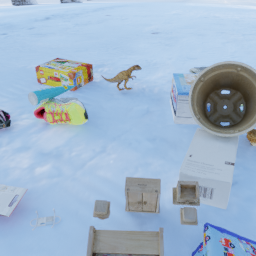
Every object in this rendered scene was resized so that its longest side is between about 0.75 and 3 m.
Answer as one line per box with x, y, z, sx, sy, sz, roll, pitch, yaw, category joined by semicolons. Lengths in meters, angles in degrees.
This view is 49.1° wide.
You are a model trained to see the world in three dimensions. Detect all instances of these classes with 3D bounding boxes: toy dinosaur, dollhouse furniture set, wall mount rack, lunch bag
-0.390;-2.468;14.009;2.471;1.312;0.746;-31;31;-30;toy dinosaur
0.428;2.783;6.404;2.502;1.433;2.934;1;55;4;dollhouse furniture set
-2.140;2.397;7.178;0.792;0.295;0.688;-6;32;-8;wall mount rack
2.609;3.167;5.281;2.536;1.193;1.909;13;30;4;lunch bag

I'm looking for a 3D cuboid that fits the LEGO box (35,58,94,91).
-3.472;-3.010;15.479;2.526;0.975;1.881;15;34;23;LEGO box

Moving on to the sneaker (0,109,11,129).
-5.400;-0.476;11.681;0.869;0.809;2.014;-5;37;-33;sneaker

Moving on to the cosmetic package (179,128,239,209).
2.515;1.105;8.585;1.450;1.042;2.569;10;33;19;cosmetic package

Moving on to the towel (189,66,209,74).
4.917;-3.275;16.532;2.004;0.360;2.082;-11;32;-17;towel

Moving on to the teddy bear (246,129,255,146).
5.151;0.498;10.212;1.698;0.567;1.231;2;38;-12;teddy bear

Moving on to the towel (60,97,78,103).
-2.718;-1.082;12.891;0.893;0.382;0.739;-3;33;-8;towel

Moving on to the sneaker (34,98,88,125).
-2.769;-0.519;11.414;2.683;1.049;1.211;8;30;35;sneaker

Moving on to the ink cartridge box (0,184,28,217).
-3.828;2.029;7.610;1.959;0.493;1.067;6;31;8;ink cartridge box

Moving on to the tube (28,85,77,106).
-3.193;-1.500;11.898;0.853;0.555;2.204;1;20;32;tube

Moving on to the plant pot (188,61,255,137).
3.393;-0.849;9.651;2.372;2.372;2.171;11;0;18;plant pot

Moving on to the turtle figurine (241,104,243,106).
5.628;-1.712;12.993;1.899;1.367;1.842;2;27;-4;turtle figurine

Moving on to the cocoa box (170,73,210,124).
2.696;-1.330;12.201;1.502;1.478;2.252;2;31;3;cocoa box
